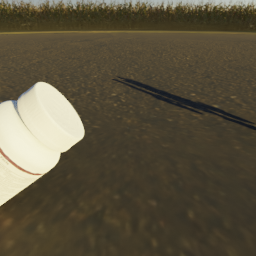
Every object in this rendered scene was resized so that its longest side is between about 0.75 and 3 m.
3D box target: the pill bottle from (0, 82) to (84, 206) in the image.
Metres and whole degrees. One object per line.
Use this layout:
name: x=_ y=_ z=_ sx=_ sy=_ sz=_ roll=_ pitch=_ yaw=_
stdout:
pill bottle: x=-1.616 y=0.319 z=3.732 sx=1.958 sy=1.073 sz=1.073 roll=-36 pitch=20 yaw=11
